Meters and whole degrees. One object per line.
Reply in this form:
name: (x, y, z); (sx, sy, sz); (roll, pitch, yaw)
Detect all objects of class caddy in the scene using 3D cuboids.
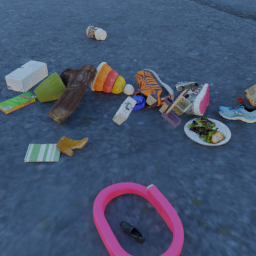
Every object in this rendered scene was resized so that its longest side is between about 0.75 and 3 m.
caddy: (0.377, -1.105, 12.188); (0.781, 0.552, 0.410); (-14, 37, 23)

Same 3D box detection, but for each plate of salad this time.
plate of salad: (3.080, 0.044, 10.831); (1.764, 0.424, 1.764); (-1, 37, 0)

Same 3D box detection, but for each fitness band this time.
fitness band: (0.237, 2.494, 7.470); (2.024, 0.527, 2.819); (-18, 39, -22)

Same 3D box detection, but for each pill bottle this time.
pill bottle: (-2.175, -6.552, 19.383); (1.330, 0.774, 0.774); (27, 45, 32)

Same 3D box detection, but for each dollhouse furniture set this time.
dollhouse furniture set: (1.648, -1.106, 9.154); (1.304, 1.168, 1.646); (42, 36, 8)

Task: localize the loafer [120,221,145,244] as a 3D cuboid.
loafer: (0.113, 2.701, 7.378); (0.816, 0.287, 0.277); (29, 46, 33)

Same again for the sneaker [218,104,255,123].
sneaker: (4.574, -0.746, 11.642); (1.577, 0.709, 0.618); (10, 38, 13)

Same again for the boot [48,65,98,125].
boot: (-2.839, -1.363, 12.332); (2.736, 0.943, 2.936); (-13, 45, 46)

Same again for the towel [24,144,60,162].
towel: (-2.998, 0.883, 9.956); (1.174, 0.137, 0.896); (0, 38, -3)

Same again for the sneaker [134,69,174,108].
sneaker: (0.780, -1.855, 12.873); (1.487, 1.029, 2.654); (-19, 41, -25)

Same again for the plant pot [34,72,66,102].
plant pot: (-3.569, -1.715, 12.757); (1.262, 1.181, 1.181); (-32, 45, -14)

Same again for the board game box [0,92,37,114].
board game box: (-4.966, -1.163, 12.622); (0.759, 0.238, 1.590); (29, 48, 32)

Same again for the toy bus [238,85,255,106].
toy bus: (5.708, -1.331, 12.455); (1.339, 0.692, 1.263); (-51, 21, -11)

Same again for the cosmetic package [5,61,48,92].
cosmetic package: (-5.078, -2.643, 14.169); (1.032, 0.752, 2.031); (12, 37, 16)

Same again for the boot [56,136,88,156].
boot: (-2.037, 0.499, 10.164); (0.747, 0.367, 1.043); (36, 56, 18)

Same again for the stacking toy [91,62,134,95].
stacking toy: (-0.640, -2.096, 13.320); (1.997, 1.459, 1.459); (26, 40, 1)

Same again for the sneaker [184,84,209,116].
sneaker: (2.854, -1.270, 12.124); (1.133, 0.955, 2.590); (3, 27, 24)

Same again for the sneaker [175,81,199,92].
sneaker: (2.856, -2.148, 13.787); (1.119, 0.420, 0.646); (-8, 35, -9)

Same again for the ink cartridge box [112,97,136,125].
ink cartridge box: (-0.131, -0.646, 10.489); (0.381, 0.662, 0.907); (36, 57, -8)
